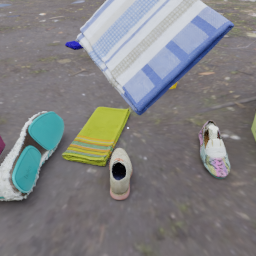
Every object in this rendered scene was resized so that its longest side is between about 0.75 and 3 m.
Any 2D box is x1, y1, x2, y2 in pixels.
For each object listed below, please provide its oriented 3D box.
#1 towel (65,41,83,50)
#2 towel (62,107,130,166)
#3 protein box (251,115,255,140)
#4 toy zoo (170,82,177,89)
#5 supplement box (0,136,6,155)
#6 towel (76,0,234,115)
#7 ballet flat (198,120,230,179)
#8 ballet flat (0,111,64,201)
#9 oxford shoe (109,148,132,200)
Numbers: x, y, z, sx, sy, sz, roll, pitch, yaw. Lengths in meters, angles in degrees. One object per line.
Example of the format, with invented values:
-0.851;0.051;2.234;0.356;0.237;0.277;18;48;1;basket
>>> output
-2.722;-4.288;14.412;0.681;0.228;0.922;-28;43;-34;towel
-0.772;0.082;7.805;1.129;0.237;2.622;9;34;11;towel
3.960;-0.143;6.803;1.156;1.701;1.714;5;34;7;protein box
1.015;-2.000;9.889;2.144;1.406;0.219;-5;35;-9;toy zoo
-4.118;0.638;5.641;2.629;1.126;1.451;-12;33;6;supplement box
0.180;-1.336;3.956;1.584;0.257;2.157;-44;52;11;towel
2.111;0.404;6.931;0.637;0.655;1.842;3;34;3;ballet flat
-2.387;0.548;6.562;1.021;1.021;2.845;4;33;6;ballet flat
-0.153;0.870;6.306;0.539;0.562;1.523;-2;34;-4;oxford shoe
